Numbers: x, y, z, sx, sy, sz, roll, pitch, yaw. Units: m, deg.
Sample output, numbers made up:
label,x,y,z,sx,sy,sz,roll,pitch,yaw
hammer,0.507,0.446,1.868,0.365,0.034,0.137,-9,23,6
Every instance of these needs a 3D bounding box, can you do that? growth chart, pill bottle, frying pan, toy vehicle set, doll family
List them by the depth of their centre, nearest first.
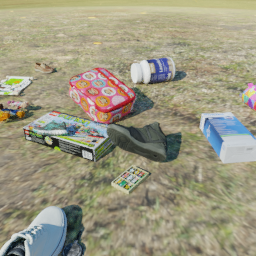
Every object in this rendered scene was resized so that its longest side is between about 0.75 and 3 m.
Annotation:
label,x,y,z,sx,sy,sz,roll,pitch,yaw
frying pan,-1.072,2.497,5.905,0.465,0.125,0.768,17,37,26
toy vehicle set,0.073,1.422,7.768,0.595,0.127,0.958,20,35,32
doll family,-4.665,-0.633,10.959,1.103,0.801,1.777,9,12,30
growth chart,-5.839,-2.125,13.945,1.826,0.224,2.523,1,29,3
pill bottle,1.261,-2.905,14.317,2.069,1.197,1.197,-11,31,-16

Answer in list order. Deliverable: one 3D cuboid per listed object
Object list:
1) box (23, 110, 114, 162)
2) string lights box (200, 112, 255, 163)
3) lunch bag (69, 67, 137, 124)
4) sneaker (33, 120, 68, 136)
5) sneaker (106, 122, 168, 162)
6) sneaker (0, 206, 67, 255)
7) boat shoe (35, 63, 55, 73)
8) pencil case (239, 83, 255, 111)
label,x,y,z,sx,sy,sz,roll,pitch,yaw
box,-1.930,0.185,9.562,2.872,0.499,1.580,14,32,23
string lights box,3.310,0.237,9.316,1.127,0.647,2.193,-3,30,-5
lunch bag,-0.919,-1.370,11.162,2.161,1.005,2.454,-28,57,-34
sneaker,-2.414,-0.022,8.753,1.054,0.481,0.409,3,-13,-19
sneaker,0.322,0.197,8.419,1.926,0.736,1.103,21,47,-4
sneaker,-1.873,2.328,5.413,0.893,0.866,2.447,5,30,10
boat shoe,-4.807,-3.462,15.999,1.357,0.487,0.514,12,32,21
pencil case,5.443,-1.001,11.254,0.958,0.958,2.168,-6,31,-10
